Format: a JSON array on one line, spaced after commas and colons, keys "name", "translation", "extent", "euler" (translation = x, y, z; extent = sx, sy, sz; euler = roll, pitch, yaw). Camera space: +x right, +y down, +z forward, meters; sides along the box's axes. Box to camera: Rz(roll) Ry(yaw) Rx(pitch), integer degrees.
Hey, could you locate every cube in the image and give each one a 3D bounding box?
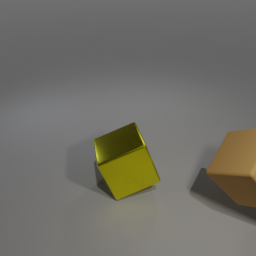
[{"name": "cube", "translation": [3.080, 0.976, 6.797], "extent": [1.400, 1.400, 1.400], "euler": [-54, 18, -22]}, {"name": "cube", "translation": [-0.061, 0.934, 8.191], "extent": [1.400, 1.400, 1.400], "euler": [-23, 30, 1]}]
